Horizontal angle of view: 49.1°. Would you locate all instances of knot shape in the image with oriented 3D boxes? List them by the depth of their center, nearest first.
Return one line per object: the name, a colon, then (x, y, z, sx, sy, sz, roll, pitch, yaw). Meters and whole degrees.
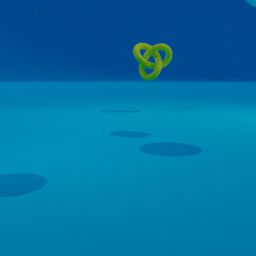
knot shape: (1.144, -3.026, 12.173, 1.604, 1.714, 0.792, -19, 2, 2)

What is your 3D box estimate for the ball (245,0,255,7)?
ball: (2.778, -2.969, 5.459, 1.186, 1.186, 1.186, 0, 10, 0)
